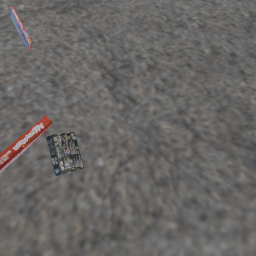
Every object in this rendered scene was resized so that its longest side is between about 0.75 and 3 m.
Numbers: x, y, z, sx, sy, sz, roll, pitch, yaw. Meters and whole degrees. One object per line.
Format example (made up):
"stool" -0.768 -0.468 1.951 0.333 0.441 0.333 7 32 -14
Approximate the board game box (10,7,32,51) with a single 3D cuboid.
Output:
"board game box" -3.438 -3.172 8.994 0.120 0.633 1.230 -28 94 -21

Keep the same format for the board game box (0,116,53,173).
"board game box" -1.799 0.569 3.719 0.175 0.925 1.798 48 53 -11

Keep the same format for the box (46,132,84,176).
"box" -1.286 0.518 5.797 0.665 0.181 0.830 -10 83 -56
